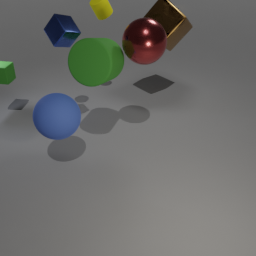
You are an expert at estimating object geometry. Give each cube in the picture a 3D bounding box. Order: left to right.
[{"bbox_3d":[-4.977,-2.194,11.111,0.700,0.700,0.700,5,32,4],"label":"cube"},{"bbox_3d":[-2.046,-3.021,8.742,0.700,0.700,0.700,-21,76,-54],"label":"cube"},{"bbox_3d":[1.600,-4.288,11.631,1.400,1.400,1.400,49,20,13],"label":"cube"}]

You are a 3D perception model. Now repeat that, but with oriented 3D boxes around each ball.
[{"bbox_3d":[-2.113,-0.345,8.374,1.400,1.400,1.400,0,33,0],"label":"ball"},{"bbox_3d":[0.511,-2.680,8.699,1.400,1.400,1.400,0,33,0],"label":"ball"}]

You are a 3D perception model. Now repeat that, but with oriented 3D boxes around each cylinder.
[{"bbox_3d":[-0.958,-2.095,8.792,1.400,1.400,1.400,8,19,13],"label":"cylinder"},{"bbox_3d":[-1.051,-4.769,11.052,0.700,0.700,0.700,-15,49,19],"label":"cylinder"}]
